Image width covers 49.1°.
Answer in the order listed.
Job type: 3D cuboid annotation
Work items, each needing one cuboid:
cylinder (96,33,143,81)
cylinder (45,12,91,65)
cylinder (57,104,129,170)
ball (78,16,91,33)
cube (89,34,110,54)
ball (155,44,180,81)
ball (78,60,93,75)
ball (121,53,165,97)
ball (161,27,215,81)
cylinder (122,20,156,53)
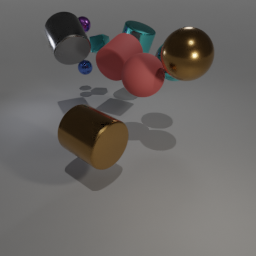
[{"bbox_3d":[-0.328,-2.813,11.083,1.400,1.400,1.400,16,48,27],"label":"cylinder"},{"bbox_3d":[-2.272,-3.361,10.544,1.400,1.400,1.400,-14,61,-23],"label":"cylinder"},{"bbox_3d":[-0.943,0.221,7.633,1.400,1.400,1.400,26,38,34],"label":"cylinder"},{"bbox_3d":[-2.006,-4.588,12.440,0.700,0.700,0.700,0,29,0],"label":"ball"},{"bbox_3d":[-1.267,-3.819,12.771,0.700,0.700,0.700,-4,7,20],"label":"cube"},{"bbox_3d":[1.607,-2.298,9.553,1.400,1.400,1.400,0,29,0],"label":"ball"},{"bbox_3d":[-2.047,-2.901,13.393,0.700,0.700,0.700,0,29,0],"label":"ball"},{"bbox_3d":[0.480,-1.684,8.965,1.400,1.400,1.400,0,29,0],"label":"ball"},{"bbox_3d":[1.577,-1.957,7.470,1.400,1.400,1.400,0,29,0],"label":"ball"},{"bbox_3d":[0.340,-3.772,12.334,1.400,1.400,1.400,14,36,-11],"label":"cylinder"}]
